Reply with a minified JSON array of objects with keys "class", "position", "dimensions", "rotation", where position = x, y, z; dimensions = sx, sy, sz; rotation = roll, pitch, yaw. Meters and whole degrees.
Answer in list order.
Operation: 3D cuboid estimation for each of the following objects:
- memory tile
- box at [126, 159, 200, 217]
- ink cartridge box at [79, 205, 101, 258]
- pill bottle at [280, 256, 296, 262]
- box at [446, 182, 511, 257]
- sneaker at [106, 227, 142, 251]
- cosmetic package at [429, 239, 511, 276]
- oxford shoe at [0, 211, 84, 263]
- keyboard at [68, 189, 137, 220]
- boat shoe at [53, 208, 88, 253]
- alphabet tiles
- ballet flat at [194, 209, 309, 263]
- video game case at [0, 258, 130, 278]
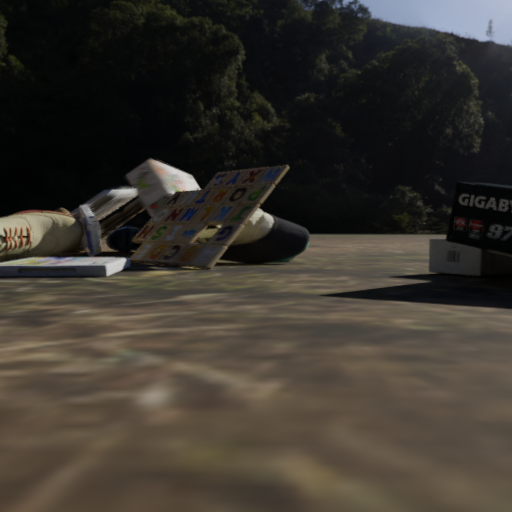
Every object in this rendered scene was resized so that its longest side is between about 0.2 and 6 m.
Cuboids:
[{"class":"memory tile","position":[-3.149,-0.788,12.670],"dimensions":[1.976,0.216,2.578],"rotation":[-35,9,0]},{"class":"box","position":[-1.555,-0.987,12.196],"dimensions":[0.595,1.885,3.425],"rotation":[-31,-1,7]},{"class":"ink cartridge box","position":[-2.547,-0.328,8.613],"dimensions":[0.165,0.702,0.693],"rotation":[-15,34,-27]},{"class":"pill bottle","position":[0.479,-0.134,9.540],"dimensions":[0.441,0.441,0.805],"rotation":[0,3,1]},{"class":"box","position":[3.653,-0.240,5.619],"dimensions":[2.850,0.656,2.265],"rotation":[-3,15,-41]},{"class":"sneaker","position":[-2.815,-0.389,13.070],"dimensions":[1.626,0.601,0.669],"rotation":[-1,2,15]},{"class":"cosmetic package","position":[2.543,0.012,6.628],"dimensions":[0.695,0.427,0.693],"rotation":[-1,3,-36]},{"class":"oxford shoe","position":[-3.442,-0.183,7.814],"dimensions":[2.232,0.790,0.824],"rotation":[-13,11,-34]},{"class":"keyboard","position":[-3.529,-1.097,12.802],"dimensions":[1.478,0.280,5.252],"rotation":[-28,9,-1]},{"class":"boat shoe","position":[-4.558,-0.616,13.327],"dimensions":[1.031,1.028,2.857],"rotation":[0,3,6]},{"class":"alphabet tiles","position":[-0.912,-0.639,8.805],"dimensions":[2.516,0.095,2.103],"rotation":[4,49,47]},{"class":"ballet flat","position":[-0.433,-0.358,9.027],"dimensions":[2.552,0.932,0.932],"rotation":[-1,2,27]},{"class":"video game case","position":[-2.365,0.137,6.971],"dimensions":[1.333,0.162,1.465],"rotation":[0,3,-2]}]
